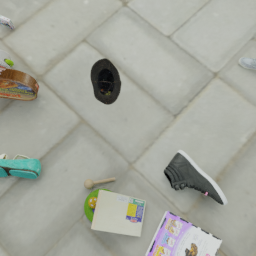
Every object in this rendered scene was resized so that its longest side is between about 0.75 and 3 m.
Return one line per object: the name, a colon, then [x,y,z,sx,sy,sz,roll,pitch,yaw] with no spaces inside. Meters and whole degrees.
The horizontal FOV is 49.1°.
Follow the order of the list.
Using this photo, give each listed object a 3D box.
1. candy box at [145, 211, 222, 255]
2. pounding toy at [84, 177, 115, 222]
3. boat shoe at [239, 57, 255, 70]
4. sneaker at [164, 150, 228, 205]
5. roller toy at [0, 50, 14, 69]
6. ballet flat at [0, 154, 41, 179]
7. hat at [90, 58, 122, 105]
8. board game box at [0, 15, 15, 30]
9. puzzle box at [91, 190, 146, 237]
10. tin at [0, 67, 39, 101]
candy box: [1.711,3.741,8.731,1.863,0.667,1.563,27,74,9]
pounding toy: [-0.901,2.374,9.152,1.182,0.711,1.531,-6,73,-2]
boat shoe: [5.008,-2.513,10.861,1.321,0.471,0.461,20,73,6]
sneaker: [2.129,1.904,9.302,1.137,0.811,2.293,-41,71,-10]
roller toy: [-4.937,-2.507,10.593,1.043,0.951,0.729,6,69,-34]
ballet flat: [-4.039,1.279,9.596,2.207,0.743,0.777,4,48,1]
hat: [-0.488,-1.293,7.776,0.507,1.257,1.257,-16,68,-45]
board game box: [-5.069,-4.369,11.446,0.796,0.502,0.138,25,74,7]
puzzle box: [-0.242,2.700,8.794,1.762,0.224,1.173,23,69,-31]
tin: [-4.575,-1.597,9.981,2.753,1.541,0.576,8,65,-3]
